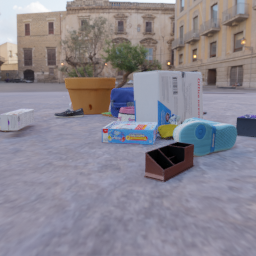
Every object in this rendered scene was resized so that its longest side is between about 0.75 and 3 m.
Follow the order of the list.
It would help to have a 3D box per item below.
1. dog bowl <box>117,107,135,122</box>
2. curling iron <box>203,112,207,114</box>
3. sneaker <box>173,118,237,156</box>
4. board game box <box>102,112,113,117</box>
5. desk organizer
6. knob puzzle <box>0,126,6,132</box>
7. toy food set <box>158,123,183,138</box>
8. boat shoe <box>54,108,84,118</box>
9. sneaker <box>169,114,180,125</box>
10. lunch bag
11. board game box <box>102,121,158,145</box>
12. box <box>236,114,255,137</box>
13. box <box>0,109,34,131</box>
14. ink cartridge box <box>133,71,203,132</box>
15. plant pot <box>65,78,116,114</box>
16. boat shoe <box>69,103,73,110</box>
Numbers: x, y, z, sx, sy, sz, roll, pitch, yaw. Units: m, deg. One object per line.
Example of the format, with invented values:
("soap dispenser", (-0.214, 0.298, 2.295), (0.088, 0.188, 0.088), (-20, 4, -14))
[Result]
("dog bowl", (0.440, -0.524, 11.914), (1.847, 0.681, 1.847), (0, 10, 0))
("curling iron", (4.070, -0.828, 15.391), (0.295, 0.152, 1.190), (8, 12, 41))
("sneaker", (1.680, 0.162, 7.411), (2.186, 0.869, 1.427), (5, 7, -37))
("board game box", (-0.701, -0.756, 14.865), (0.654, 0.205, 1.369), (8, 10, 43))
("desk organizer", (0.854, 0.634, 5.577), (0.452, 0.485, 1.261), (7, 12, 38))
("knob puzzle", (-4.477, 0.024, 10.356), (0.900, 0.125, 0.900), (0, 10, 0))
("toy food set", (1.448, 0.175, 8.991), (1.080, 0.353, 0.636), (-5, 34, -19))
("boat shoe", (-2.968, -0.772, 14.078), (1.497, 0.470, 0.544), (-3, 10, -17))
("sneaker", (1.527, -0.195, 9.641), (0.340, 0.308, 0.798), (30, 43, 0))
("lunch bag", (0.093, -1.252, 13.770), (2.219, 1.507, 1.468), (8, 12, 41))
("board game box", (0.112, 0.122, 8.804), (1.538, 0.439, 1.571), (2, 10, 10))
("box", (4.274, -0.084, 9.503), (0.871, 0.614, 1.177), (8, 12, 36))
("box", (-3.929, -0.340, 10.130), (0.524, 0.562, 2.710), (1, 8, -7))
("ink cartridge box", (1.646, -1.095, 10.896), (1.235, 2.138, 2.928), (4, 9, 43))
("plant pot", (-2.128, -1.857, 15.950), (2.853, 1.997, 2.853), (1, 9, 0))
("boat shoe", (-3.345, -1.388, 17.579), (0.527, 0.558, 1.555), (4, 8, 20))
